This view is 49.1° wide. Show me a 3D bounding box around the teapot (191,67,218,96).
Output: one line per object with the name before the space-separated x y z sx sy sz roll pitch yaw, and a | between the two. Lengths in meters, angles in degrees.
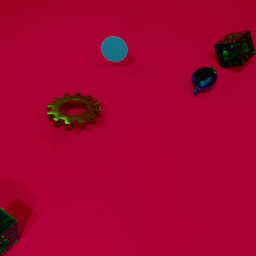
teapot | 2.635 -1.652 9.537 0.867 0.683 1.395 29 73 35

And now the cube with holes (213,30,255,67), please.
cube with holes | 3.789 -2.795 9.949 0.902 0.902 0.902 -38 27 -22

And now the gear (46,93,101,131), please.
gear | -1.682 -0.539 8.740 1.647 0.305 1.647 2 38 -2

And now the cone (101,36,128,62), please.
cone | -0.414 -2.974 9.980 0.916 0.916 0.919 6 39 4

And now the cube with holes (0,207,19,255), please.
cube with holes | -3.242 2.478 6.542 0.909 0.909 0.909 29 41 18
